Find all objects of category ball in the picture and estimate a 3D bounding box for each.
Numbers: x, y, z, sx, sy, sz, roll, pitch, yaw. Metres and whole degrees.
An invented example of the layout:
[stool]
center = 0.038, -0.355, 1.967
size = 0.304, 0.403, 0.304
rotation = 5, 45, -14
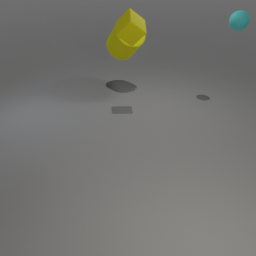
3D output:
[ball]
center = 4.062, -3.916, 10.227
size = 0.700, 0.700, 0.700
rotation = 0, 29, 0

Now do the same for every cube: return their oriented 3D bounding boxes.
[cube]
center = 0.091, -3.219, 8.998
size = 0.700, 0.700, 0.700
rotation = 25, 47, -35

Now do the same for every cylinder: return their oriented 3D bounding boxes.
[cylinder]
center = -0.118, -3.986, 12.650
size = 1.400, 1.400, 1.400
rotation = -14, -6, -24
